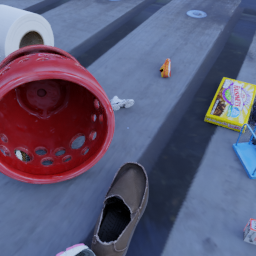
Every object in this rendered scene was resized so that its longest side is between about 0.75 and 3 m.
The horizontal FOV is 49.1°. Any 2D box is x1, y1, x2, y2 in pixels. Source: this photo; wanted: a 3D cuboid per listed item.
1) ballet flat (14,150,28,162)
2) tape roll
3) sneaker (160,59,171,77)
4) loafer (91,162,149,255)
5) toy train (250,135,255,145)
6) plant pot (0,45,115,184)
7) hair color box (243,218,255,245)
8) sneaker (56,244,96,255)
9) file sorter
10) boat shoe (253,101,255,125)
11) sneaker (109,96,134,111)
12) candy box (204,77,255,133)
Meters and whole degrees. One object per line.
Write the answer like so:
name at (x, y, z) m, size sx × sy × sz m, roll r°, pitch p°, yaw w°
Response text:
ballet flat at (-3.002, 0.709, 7.760) m, size 0.463 × 0.463 × 1.288 m, roll -14°, pitch 45°, yaw -14°
tape roll at (-4.196, -3.236, 10.540) m, size 1.637 × 2.384 × 2.384 m, roll 23°, pitch 48°, yaw 22°
sneaker at (1.486, -2.415, 11.106) m, size 0.447 × 0.423 × 1.159 m, roll -1°, pitch 40°, yaw 13°
loafer at (-0.073, 1.723, 6.274) m, size 0.966 × 0.939 × 2.644 m, roll 12°, pitch 45°, yaw 7°
toy train at (3.775, 0.630, 7.821) m, size 0.270 × 0.201 × 1.181 m, roll 1°, pitch 42°, yaw -10°
plant pot at (-2.105, -0.496, 7.256) m, size 2.993 × 2.993 × 2.725 m, roll -13°, pitch 32°, yaw -14°
hair color box at (3.036, 2.318, 5.977) m, size 0.965 × 0.535 × 0.309 m, roll 13°, pitch 44°, yaw 13°
sneaker at (-1.427, 3.379, 4.617) m, size 1.239 × 1.153 × 2.869 m, roll 35°, pitch 58°, yaw 17°
file sorter at (3.993, 0.490, 7.534) m, size 1.744 × 1.070 × 1.210 m, roll -6°, pitch 43°, yaw -5°
boat shoe at (4.826, -0.270, 8.728) m, size 1.832 × 0.684 × 0.849 m, roll 11°, pitch 53°, yaw 19°
sneaker at (-0.230, -0.901, 9.554) m, size 0.821 × 0.309 × 0.472 m, roll -17°, pitch 48°, yaw -12°
candy box at (3.554, -0.866, 9.512) m, size 1.262 × 0.326 × 2.468 m, roll 20°, pitch 47°, yaw 17°
